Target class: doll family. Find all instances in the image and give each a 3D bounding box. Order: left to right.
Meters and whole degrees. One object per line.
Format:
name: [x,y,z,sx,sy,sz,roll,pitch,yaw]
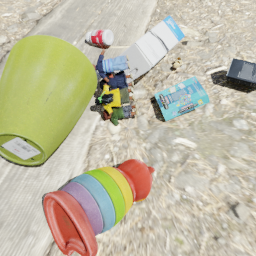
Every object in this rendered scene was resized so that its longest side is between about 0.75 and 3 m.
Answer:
doll family: [-0.506,-1.256,8.683,1.334,0.906,2.308,-9,76,8]

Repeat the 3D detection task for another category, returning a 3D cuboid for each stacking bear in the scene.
stacking bear: [-0.431,1.515,6.282,2.510,1.524,1.427,-25,90,-40]

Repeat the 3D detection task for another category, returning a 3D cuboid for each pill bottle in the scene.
pill bottle: [-1.200,-3.789,11.734,1.104,0.620,0.620,12,46,33]

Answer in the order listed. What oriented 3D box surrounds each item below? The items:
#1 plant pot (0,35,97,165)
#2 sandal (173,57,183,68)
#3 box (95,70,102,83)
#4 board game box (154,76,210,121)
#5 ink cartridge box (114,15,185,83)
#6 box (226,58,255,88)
plant pot: [-2.405,-0.552,7.503,2.654,2.654,2.837,5,50,5]
sandal: [1.966,-2.580,10.785,0.323,0.290,0.882,22,35,11]
box: [-1.557,-1.451,9.487,1.318,0.768,0.396,-39,94,-34]
board game box: [1.690,-0.956,8.953,1.468,0.344,1.108,-24,42,8]
ink cartridge box: [0.682,-2.754,9.981,0.991,1.702,2.353,50,54,-11]
box: [4.141,-1.881,9.732,1.246,0.667,0.925,19,7,17]
